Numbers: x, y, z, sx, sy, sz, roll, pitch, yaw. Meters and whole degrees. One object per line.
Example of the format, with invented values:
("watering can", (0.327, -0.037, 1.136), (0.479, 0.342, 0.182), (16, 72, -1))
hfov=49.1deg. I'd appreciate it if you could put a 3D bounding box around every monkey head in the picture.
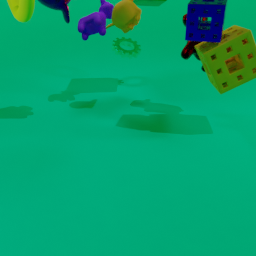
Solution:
("monkey head", (-1.751, -3.462, 6.769), (1.040, 1.726, 1.242), (-51, 35, -10))
("monkey head", (-0.035, -3.208, 7.973), (0.768, 1.275, 0.917), (40, 26, -5))

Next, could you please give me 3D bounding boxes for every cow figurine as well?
("cow figurine", (2.160, -2.608, 8.054), (1.608, 1.583, 0.883), (34, 17, 4))
("cow figurine", (-0.989, -3.413, 8.764), (1.282, 0.703, 1.261), (-14, 54, 11))

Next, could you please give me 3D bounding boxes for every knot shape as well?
("knot shape", (-1.492, -1.904, 3.657), (1.241, 0.573, 1.161), (26, -17, -14))

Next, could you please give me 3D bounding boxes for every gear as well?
("gear", (-0.059, -3.077, 10.747), (1.113, 0.206, 1.113), (8, 49, -9))

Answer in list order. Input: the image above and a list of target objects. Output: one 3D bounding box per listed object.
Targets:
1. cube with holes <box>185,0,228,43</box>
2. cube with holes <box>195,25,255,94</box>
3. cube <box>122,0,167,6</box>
("cube with holes", (1.875, -2.607, 6.700), (0.823, 0.823, 0.823), (9, 37, 17))
("cube with holes", (2.556, -1.767, 7.166), (1.138, 1.138, 1.138), (-26, 22, 13))
("cube", (0.535, -4.793, 9.115), (1.344, 1.344, 1.344), (0, 16, -6))
